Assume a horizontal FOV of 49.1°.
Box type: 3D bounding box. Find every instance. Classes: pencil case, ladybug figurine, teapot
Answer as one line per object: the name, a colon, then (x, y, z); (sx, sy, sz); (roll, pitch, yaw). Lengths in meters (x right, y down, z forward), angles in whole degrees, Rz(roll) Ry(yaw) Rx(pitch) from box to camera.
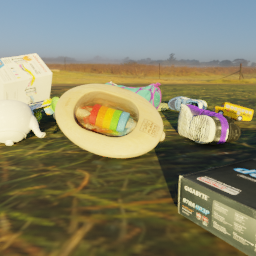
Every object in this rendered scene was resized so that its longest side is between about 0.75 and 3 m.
pencil case: (0.062, -1.419, 12.639); (2.823, 1.304, 1.201); (7, 3, 26)
ladybug figurine: (-0.369, -0.086, 5.869); (2.320, 1.575, 0.835); (20, -27, 10)
teapot: (-2.902, -0.032, 6.735); (1.297, 0.947, 1.280); (-22, -24, 32)

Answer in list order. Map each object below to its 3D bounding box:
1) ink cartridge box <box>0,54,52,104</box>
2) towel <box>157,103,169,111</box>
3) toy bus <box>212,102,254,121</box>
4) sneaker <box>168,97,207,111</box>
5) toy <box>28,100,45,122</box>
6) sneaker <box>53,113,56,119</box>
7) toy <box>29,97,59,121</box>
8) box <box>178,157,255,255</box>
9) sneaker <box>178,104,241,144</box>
ink cartridge box: (-3.614, -1.606, 9.482); (1.652, 1.195, 1.216); (-21, 60, -36)
towel: (1.190, -1.010, 13.252); (1.492, 0.272, 1.107); (6, 14, 24)
toy bus: (3.461, -0.527, 9.299); (1.219, 0.477, 0.397); (15, 2, 0)
sneaker: (2.560, -1.032, 12.437); (1.759, 0.650, 0.723); (6, 14, 30)
toy: (-3.914, -0.709, 10.589); (1.522, 0.624, 2.643); (-19, 26, -31)
sneaker: (-1.890, -0.389, 9.239); (1.637, 0.603, 0.946); (4, 9, 15)
toy: (-3.069, -0.385, 8.630); (2.636, 0.622, 1.518); (-11, 12, 32)
box: (1.917, 0.891, 2.918); (1.768, 0.512, 2.224); (-7, 13, -31)
sneaker: (2.112, -0.070, 7.376); (1.170, 0.818, 2.353); (3, 15, -10)
